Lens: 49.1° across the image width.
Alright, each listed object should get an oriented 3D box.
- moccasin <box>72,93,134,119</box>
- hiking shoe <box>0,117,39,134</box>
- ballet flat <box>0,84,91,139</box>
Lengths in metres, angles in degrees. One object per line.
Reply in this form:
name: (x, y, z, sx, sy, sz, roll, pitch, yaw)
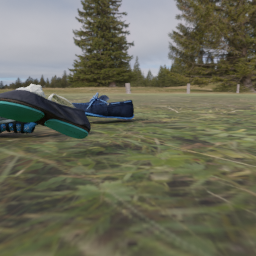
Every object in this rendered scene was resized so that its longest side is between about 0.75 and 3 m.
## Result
moccasin: (-0.893, -0.761, 9.717, 2.377, 0.811, 0.957, 3, 2, -35)
hiking shoe: (-2.771, -0.112, 6.873, 2.100, 0.910, 0.781, -19, 35, 24)
ballet flat: (-1.420, -0.334, 4.715, 1.883, 0.688, 0.688, 22, -9, -43)
